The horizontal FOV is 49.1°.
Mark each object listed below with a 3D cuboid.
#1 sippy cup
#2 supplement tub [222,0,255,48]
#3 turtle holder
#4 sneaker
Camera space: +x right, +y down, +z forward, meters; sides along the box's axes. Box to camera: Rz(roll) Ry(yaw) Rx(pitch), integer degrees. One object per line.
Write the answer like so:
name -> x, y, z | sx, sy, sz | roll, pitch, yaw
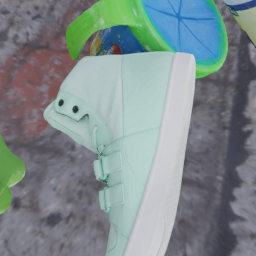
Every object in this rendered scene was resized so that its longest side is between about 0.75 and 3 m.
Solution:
sippy cup -> 0.330, -1.464, 4.901 | 2.610, 1.913, 2.049 | 29, 57, -25
supplement tub -> 3.233, -2.077, 4.931 | 2.941, 2.132, 2.132 | 42, 72, -24
turtle holder -> -2.603, 0.468, 3.732 | 1.755, 2.472, 1.878 | -24, 96, 18
sneaker -> -0.267, 0.448, 3.433 | 1.768, 1.103, 2.997 | 7, 72, 18
